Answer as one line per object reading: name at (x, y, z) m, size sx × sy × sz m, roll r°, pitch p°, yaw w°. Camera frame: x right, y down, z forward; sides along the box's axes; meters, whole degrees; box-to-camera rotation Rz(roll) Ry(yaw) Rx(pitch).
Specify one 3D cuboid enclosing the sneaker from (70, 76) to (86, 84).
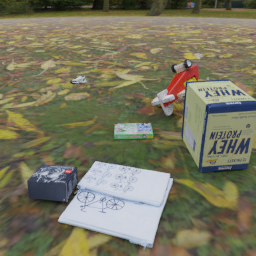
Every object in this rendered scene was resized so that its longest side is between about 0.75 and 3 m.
sneaker at (-2.136, -2.043, 11.907) m, size 0.294 × 0.319 × 0.799 m, roll 1°, pitch 12°, yaw 43°

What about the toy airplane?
toy airplane at (1.842, -1.179, 9.760) m, size 2.097 × 1.486 × 2.106 m, roll -38°, pitch 24°, yaw 16°

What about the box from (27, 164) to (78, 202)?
box at (-1.583, 1.157, 5.999) m, size 0.839 × 0.437 × 0.764 m, roll 3°, pitch 20°, yaw 5°

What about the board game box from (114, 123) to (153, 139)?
board game box at (0.162, 0.082, 8.547) m, size 1.156 × 0.168 × 0.778 m, roll 0°, pitch 27°, yaw 0°

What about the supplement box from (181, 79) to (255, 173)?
supplement box at (2.217, -0.114, 7.122) m, size 1.191 × 1.774 × 1.772 m, roll -4°, pitch 28°, yaw -5°

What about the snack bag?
snack bag at (-0.198, 1.420, 5.816) m, size 1.946 × 0.221 × 2.064 m, roll 9°, pitch 28°, yaw 16°
